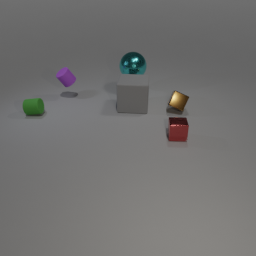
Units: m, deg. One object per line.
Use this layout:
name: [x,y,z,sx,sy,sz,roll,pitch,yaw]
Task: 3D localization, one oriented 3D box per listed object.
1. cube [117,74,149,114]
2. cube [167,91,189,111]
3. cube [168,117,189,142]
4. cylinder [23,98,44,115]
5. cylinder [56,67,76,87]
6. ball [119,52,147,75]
cube: [0.250,-1.599,12.983,1.400,1.400,1.400,3,30,4]
cube: [2.256,-1.234,12.655,0.700,0.700,0.700,24,7,-1]
cube: [1.920,0.045,10.788,0.700,0.700,0.700,1,29,3]
cylinder: [-4.201,-0.958,12.469,0.700,0.700,0.700,-4,29,9]
cylinder: [-2.996,-2.458,13.570,0.700,0.700,0.700,-22,41,21]
ball: [0.255,-3.177,14.321,1.400,1.400,1.400,0,30,0]
